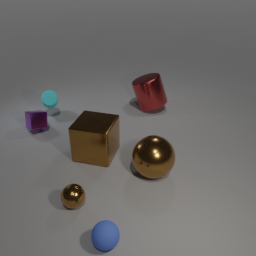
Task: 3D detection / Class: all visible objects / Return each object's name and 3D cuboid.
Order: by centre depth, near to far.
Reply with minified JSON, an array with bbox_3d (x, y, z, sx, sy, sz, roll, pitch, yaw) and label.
[{"bbox_3d":[-0.547,2.617,6.841,0.700,0.700,0.700,0,30,0],"label":"ball"},{"bbox_3d":[-1.570,1.943,8.005,0.700,0.700,0.700,0,30,0],"label":"ball"},{"bbox_3d":[0.827,0.933,9.062,1.400,1.400,1.400,0,30,0],"label":"ball"},{"bbox_3d":[-1.158,0.352,10.065,1.400,1.400,1.400,8,31,13],"label":"cube"},{"bbox_3d":[-3.840,-0.349,11.730,0.700,0.700,0.700,-9,13,-38],"label":"cube"},{"bbox_3d":[-3.541,-1.286,12.691,0.700,0.700,0.700,-8,-4,-14],"label":"cylinder"},{"bbox_3d":[1.036,-1.723,13.376,1.400,1.400,1.400,-17,24,8],"label":"cylinder"}]
